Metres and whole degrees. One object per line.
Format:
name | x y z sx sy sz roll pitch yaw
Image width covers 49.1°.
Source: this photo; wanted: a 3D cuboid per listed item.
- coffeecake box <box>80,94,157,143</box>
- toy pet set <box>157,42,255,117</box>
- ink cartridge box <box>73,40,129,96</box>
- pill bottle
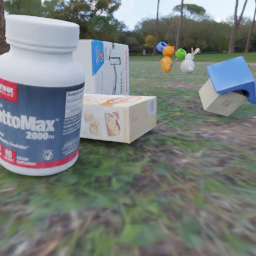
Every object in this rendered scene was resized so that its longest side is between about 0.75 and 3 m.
coffeecake box | -0.610 -0.320 6.680 2.171 0.793 1.667 5 15 24
toy pet set | 2.665 -1.892 8.536 2.915 1.548 2.721 12 49 -21
ink cartridge box | -1.048 -2.072 10.440 1.257 2.177 2.982 5 14 22
pill bottle | -1.436 -0.545 4.614 1.397 2.337 1.397 8 22 -3
